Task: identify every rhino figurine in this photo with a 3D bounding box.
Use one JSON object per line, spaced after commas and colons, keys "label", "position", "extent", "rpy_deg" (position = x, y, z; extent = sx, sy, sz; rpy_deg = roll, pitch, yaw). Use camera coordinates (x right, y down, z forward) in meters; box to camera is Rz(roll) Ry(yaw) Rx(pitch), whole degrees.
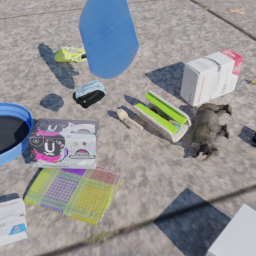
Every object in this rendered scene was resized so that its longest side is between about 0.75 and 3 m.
{"label": "rhino figurine", "position": [2.858, 0.115, 9.808], "extent": [1.300, 0.889, 2.973], "rpy_deg": [-1, 41, 27]}

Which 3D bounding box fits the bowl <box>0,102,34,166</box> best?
{"label": "bowl", "position": [-4.837, 0.215, 9.955], "extent": [2.997, 0.588, 2.997], "rpy_deg": [0, 44, 0]}

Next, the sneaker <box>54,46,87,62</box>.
{"label": "sneaker", "position": [-2.699, -3.637, 13.959], "extent": [1.960, 0.739, 0.749], "rpy_deg": [-12, 44, -11]}

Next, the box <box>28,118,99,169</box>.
{"label": "box", "position": [-1.982, 0.476, 8.954], "extent": [2.001, 1.148, 1.322], "rpy_deg": [2, 28, -3]}

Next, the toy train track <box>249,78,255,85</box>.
{"label": "toy train track", "position": [5.850, -1.980, 12.642], "extent": [0.868, 0.141, 0.498], "rpy_deg": [36, 47, 25]}

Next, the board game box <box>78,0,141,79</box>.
{"label": "board game box", "position": [-0.557, -3.147, 9.430], "extent": [2.363, 2.991, 0.582], "rpy_deg": [-20, -7, 42]}

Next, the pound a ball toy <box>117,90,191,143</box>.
{"label": "pound a ball toy", "position": [0.927, -0.295, 10.410], "extent": [1.537, 1.001, 2.357], "rpy_deg": [-46, 56, -8]}

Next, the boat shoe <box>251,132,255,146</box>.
{"label": "boat shoe", "position": [5.092, 0.601, 9.584], "extent": [0.803, 0.647, 1.732], "rpy_deg": [-34, 44, -25]}

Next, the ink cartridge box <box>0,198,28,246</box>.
{"label": "ink cartridge box", "position": [-3.179, 2.531, 7.584], "extent": [0.761, 0.446, 1.039], "rpy_deg": [-12, 43, -14]}

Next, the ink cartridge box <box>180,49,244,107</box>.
{"label": "ink cartridge box", "position": [3.415, -2.083, 11.598], "extent": [2.305, 1.669, 0.972], "rpy_deg": [-22, 47, -21]}

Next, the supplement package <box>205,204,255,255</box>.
{"label": "supplement package", "position": [3.057, 3.162, 6.371], "extent": [2.132, 1.182, 1.660], "rpy_deg": [34, 53, 30]}

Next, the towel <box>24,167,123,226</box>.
{"label": "towel", "position": [-1.609, 1.841, 8.453], "extent": [2.542, 0.289, 1.826], "rpy_deg": [12, 45, 13]}

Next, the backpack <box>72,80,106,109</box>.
{"label": "backpack", "position": [-1.117, -1.046, 8.493], "extent": [0.887, 0.724, 0.682], "rpy_deg": [-15, 58, 28]}
